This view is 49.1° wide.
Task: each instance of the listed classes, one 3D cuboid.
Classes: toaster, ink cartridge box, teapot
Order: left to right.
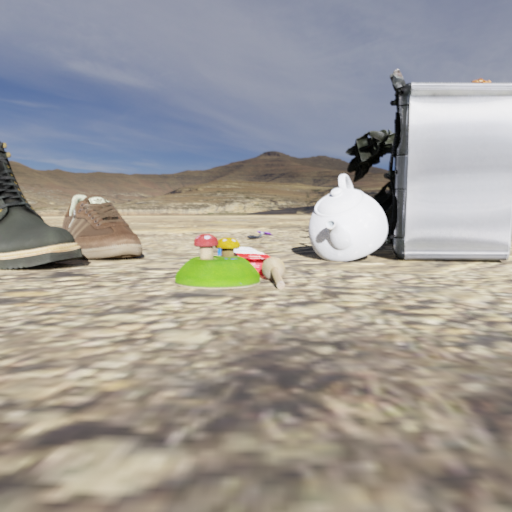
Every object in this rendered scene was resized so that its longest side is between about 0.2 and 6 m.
[{"bbox_3d":[-0.174,0.085,8.201,0.543,0.314,0.934,2,9,-22],"label":"ink cartridge box"},{"bbox_3d":[1.601,-0.724,10.194,1.548,1.146,1.569,-30,27,-17],"label":"teapot"},{"bbox_3d":[3.657,-1.606,10.839,2.130,3.245,3.589,1,5,16],"label":"toaster"}]

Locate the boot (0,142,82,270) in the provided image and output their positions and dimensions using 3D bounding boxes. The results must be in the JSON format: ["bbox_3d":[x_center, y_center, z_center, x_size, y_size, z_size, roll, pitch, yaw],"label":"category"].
[{"bbox_3d":[-4.295,-1.025,9.536,3.401,2.352,1.317,4,7,35],"label":"boot"}]

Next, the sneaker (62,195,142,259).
[{"bbox_3d":[-3.238,-0.621,11.190,1.118,1.199,3.174,-5,8,-36],"label":"sneaker"}]

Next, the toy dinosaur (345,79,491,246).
[{"bbox_3d":[4.577,-2.281,14.438,3.801,5.601,2.861,-9,40,-7],"label":"toy dinosaur"}]

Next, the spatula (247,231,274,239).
[{"bbox_3d":[0.089,-0.612,16.846,0.466,0.169,1.649,9,11,20],"label":"spatula"}]

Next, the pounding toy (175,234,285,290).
[{"bbox_3d":[-0.336,0.036,7.237,1.427,0.662,1.101,0,6,2],"label":"pounding toy"}]
